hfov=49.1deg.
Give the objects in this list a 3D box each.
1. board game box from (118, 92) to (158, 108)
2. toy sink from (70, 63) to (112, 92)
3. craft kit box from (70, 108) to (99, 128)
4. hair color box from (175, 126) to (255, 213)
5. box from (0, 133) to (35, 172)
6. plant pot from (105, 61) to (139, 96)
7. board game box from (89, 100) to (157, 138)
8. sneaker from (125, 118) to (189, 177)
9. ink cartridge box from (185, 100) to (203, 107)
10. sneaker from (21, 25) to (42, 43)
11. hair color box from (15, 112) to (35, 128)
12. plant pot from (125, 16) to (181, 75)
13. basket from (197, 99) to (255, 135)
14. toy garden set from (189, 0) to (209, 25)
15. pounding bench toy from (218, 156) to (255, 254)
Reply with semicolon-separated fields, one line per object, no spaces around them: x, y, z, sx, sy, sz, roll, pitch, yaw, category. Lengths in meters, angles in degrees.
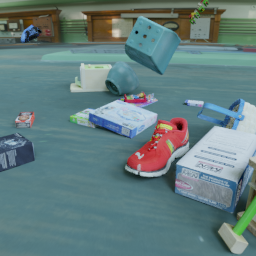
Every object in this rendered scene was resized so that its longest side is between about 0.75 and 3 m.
0.410;-1.566;14.203;1.736;0.428;2.197;16;27;35;board game box
-2.166;-3.004;16.480;2.486;1.393;1.621;-3;22;-8;toy sink
-1.514;-0.436;11.584;1.266;0.307;1.250;13;23;30;craft kit box
2.477;0.905;7.397;1.436;0.869;2.871;14;26;31;hair color box
-3.516;0.684;8.299;1.076;0.632;1.058;-18;28;-40;box
-0.459;-2.506;15.130;1.218;1.818;1.818;-43;41;-22;plant pot
-0.167;-0.413;10.957;1.962;0.426;1.953;22;31;26;board game box
0.885;0.417;8.097;1.142;1.259;2.965;13;25;30;sneaker
3.216;-1.204;13.637;0.851;0.179;0.508;10;24;16;ink cartridge box
-3.962;-3.830;11.518;0.476;0.428;1.221;19;46;-5;sneaker
-4.119;-0.339;11.249;0.555;0.335;1.094;-3;22;-10;hair color box
0.904;-3.482;11.502;1.763;1.762;2.494;30;11;11;plant pot
3.339;-0.270;9.203;1.996;1.388;1.760;23;-3;10;basket
2.639;-4.308;10.356;0.188;0.942;0.786;43;21;17;toy garden set
2.785;1.363;5.193;2.124;1.657;1.319;-7;23;-18;pounding bench toy
